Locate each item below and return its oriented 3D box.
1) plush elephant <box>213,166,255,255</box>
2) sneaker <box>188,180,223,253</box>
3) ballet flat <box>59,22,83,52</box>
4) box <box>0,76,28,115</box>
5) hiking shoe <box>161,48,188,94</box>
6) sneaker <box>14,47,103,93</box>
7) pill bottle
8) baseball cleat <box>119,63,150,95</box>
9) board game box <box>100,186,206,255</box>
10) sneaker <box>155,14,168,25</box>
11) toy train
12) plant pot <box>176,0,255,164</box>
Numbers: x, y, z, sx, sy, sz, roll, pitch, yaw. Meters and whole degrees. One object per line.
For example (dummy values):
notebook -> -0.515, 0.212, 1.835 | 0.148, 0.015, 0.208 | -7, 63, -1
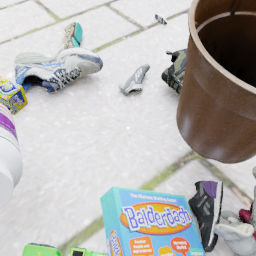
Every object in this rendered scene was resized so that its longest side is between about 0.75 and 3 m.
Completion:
plush elephant -> 2.590, 2.029, 5.812 | 1.473, 1.567, 1.902 | -21, 25, 16
sneaker -> 1.736, 1.983, 6.468 | 0.747, 0.646, 1.707 | 4, 46, 23
ballet flat -> -2.161, -3.146, 10.525 | 0.919, 0.828, 2.441 | -21, 45, 12
box -> -4.257, -1.241, 8.885 | 2.116, 0.741, 0.680 | 24, 55, 18
hiking shoe -> 1.742, -1.366, 8.826 | 1.370, 1.031, 2.722 | -2, 60, 14
sneaker -> -2.280, -1.744, 9.229 | 2.996, 1.154, 1.276 | -6, 61, 5
pill bottle -> -2.634, 0.436, 5.017 | 1.307, 1.307, 2.324 | -20, 35, -16
baseball cleat -> 0.369, -1.582, 9.400 | 1.436, 0.501, 0.764 | -42, 67, -17
board game box -> 0.615, 2.498, 5.328 | 2.013, 0.595, 2.647 | 14, 43, -32
sneaker -> 1.485, -4.684, 12.004 | 0.323, 0.300, 0.798 | -18, 53, -25
toy train -> -0.846, 2.843, 5.629 | 2.813, 0.587, 0.793 | 6, 57, 4
plant pot -> 2.162, -0.795, 5.247 | 2.765, 2.737, 2.765 | 2, 61, -3
